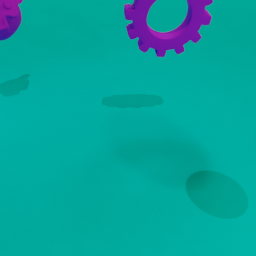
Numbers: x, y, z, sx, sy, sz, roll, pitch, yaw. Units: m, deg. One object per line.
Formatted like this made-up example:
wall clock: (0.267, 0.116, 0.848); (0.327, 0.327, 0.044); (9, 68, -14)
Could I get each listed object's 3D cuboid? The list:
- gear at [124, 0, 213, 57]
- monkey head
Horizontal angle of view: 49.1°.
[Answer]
gear: (0.844, -2.405, 5.949); (1.821, 1.821, 0.337); (-4, 46, -5)
monkey head: (-3.349, -2.880, 6.980); (1.793, 1.290, 1.080); (-57, 28, -9)
